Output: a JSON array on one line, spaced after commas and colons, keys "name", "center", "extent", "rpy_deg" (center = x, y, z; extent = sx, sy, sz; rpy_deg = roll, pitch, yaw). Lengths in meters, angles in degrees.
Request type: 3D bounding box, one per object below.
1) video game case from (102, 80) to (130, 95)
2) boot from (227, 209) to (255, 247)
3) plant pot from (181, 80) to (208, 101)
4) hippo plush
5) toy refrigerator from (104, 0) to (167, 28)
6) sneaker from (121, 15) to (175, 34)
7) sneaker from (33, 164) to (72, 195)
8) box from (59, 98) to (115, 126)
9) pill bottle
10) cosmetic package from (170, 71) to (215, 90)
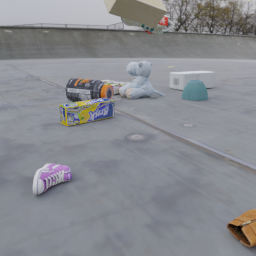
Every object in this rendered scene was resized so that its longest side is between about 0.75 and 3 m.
[{"name": "video game case", "center": [-1.058, -2.479, 16.826], "extent": [2.538, 0.454, 2.300], "rpy_deg": [14, 22, 37]}, {"name": "boot", "center": [2.103, 1.531, 4.104], "extent": [0.843, 0.416, 1.086], "rpy_deg": [-9, 20, -27]}, {"name": "plant pot", "center": [3.465, -1.971, 14.456], "extent": [1.352, 0.911, 1.352], "rpy_deg": [0, 17, 0]}, {"name": "hippo plush", "center": [0.534, -2.574, 14.752], "extent": [2.320, 1.866, 1.848], "rpy_deg": [13, 22, 35]}, {"name": "toy refrigerator", "center": [0.268, -4.123, 9.448], "extent": [2.009, 0.762, 0.703], "rpy_deg": [2, 57, -35]}, {"name": "sneaker", "center": [0.902, -4.505, 11.444], "extent": [1.297, 0.976, 2.773], "rpy_deg": [12, 8, 36]}, {"name": "sneaker", "center": [-1.520, 1.020, 5.789], "extent": [0.638, 0.406, 1.120], "rpy_deg": [4, 18, 3]}, {"name": "box", "center": [-1.502, -0.636, 10.502], "extent": [2.036, 0.713, 0.655], "rpy_deg": [-13, 22, -36]}, {"name": "pill bottle", "center": [-1.811, -1.741, 13.332], "extent": [2.143, 1.138, 1.138], "rpy_deg": [9, 19, 23]}, {"name": "cosmetic package", "center": [4.025, -2.998, 17.500], "extent": [2.539, 1.030, 1.433], "rpy_deg": [-11, 19, -28]}]
